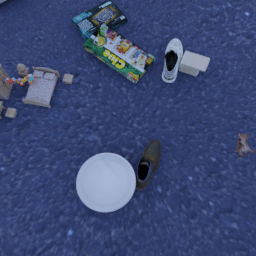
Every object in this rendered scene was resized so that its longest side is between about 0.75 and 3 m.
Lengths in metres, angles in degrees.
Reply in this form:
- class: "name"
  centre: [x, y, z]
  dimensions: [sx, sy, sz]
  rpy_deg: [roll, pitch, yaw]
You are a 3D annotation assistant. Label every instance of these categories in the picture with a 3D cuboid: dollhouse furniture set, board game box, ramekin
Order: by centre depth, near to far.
- class: "ramekin"
  centre: [-0.773, 2.042, 10.335]
  dimensions: [2.131, 0.992, 2.131]
  rpy_deg: [0, 70, 0]
- class: "dollhouse furniture set"
  centre: [-4.063, -1.560, 11.468]
  dimensions: [2.968, 1.449, 2.531]
  rpy_deg: [9, 70, 4]
- class: "board game box"
  centre: [-0.403, -3.374, 12.598]
  dimensions: [2.935, 0.344, 1.538]
  rpy_deg: [35, 77, 6]
- class: "board game box"
  centre: [-1.365, -5.157, 13.431]
  dimensions: [2.244, 0.316, 1.518]
  rpy_deg: [-33, 73, -11]

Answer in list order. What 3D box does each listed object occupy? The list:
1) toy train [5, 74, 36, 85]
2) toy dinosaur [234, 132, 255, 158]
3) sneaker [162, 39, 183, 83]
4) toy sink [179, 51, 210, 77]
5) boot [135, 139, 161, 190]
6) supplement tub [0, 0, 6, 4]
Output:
- class: "toy train"
  centre: [-4.445, -1.961, 11.697]
  dimensions: [1.164, 0.874, 0.324]
  rpy_deg: [-9, 93, 5]
- class: "toy dinosaur"
  centre: [3.535, 0.500, 8.640]
  dimensions: [0.473, 1.102, 0.747]
  rpy_deg: [-19, 82, 1]
- class: "sneaker"
  centre: [2.036, -3.197, 12.167]
  dimensions: [0.843, 1.285, 2.234]
  rpy_deg: [11, 70, 4]
- class: "toy sink"
  centre: [2.924, -2.786, 12.367]
  dimensions: [1.141, 0.639, 0.743]
  rpy_deg: [21, 71, 13]
- class: "boot"
  centre: [0.817, 1.287, 10.611]
  dimensions: [0.790, 1.025, 2.114]
  rpy_deg: [19, 71, 7]
- class: "supplement tub"
  centre: [-5.950, -7.136, 13.510]
  dimensions: [2.374, 1.566, 1.566]
  rpy_deg: [-37, 74, -12]
